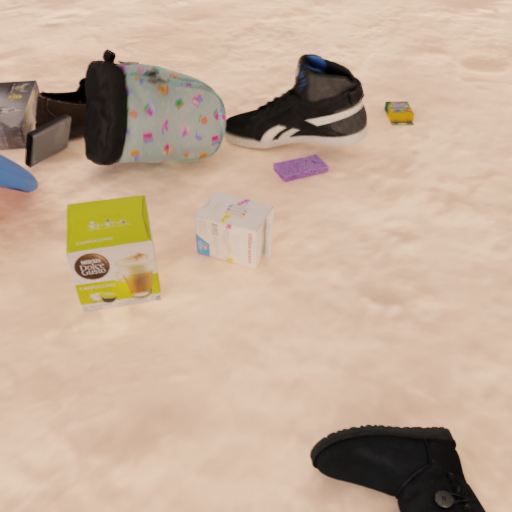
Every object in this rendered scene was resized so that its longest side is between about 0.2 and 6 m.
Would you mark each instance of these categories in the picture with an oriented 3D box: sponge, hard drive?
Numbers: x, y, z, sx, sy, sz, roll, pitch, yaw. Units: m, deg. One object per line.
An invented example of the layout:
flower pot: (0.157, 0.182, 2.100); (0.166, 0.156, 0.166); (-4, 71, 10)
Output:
sponge: (0.986, -1.953, 12.419); (1.091, 0.163, 0.609); (-15, 43, -17)
hard drive: (-4.654, -2.577, 12.514); (0.203, 0.860, 1.232); (31, 41, 7)

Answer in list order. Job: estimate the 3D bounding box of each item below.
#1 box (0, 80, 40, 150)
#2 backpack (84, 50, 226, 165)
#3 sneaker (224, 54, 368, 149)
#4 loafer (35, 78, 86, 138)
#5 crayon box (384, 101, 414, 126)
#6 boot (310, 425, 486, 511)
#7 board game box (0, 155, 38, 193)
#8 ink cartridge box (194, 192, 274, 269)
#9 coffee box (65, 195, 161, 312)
box: (-6.580, -3.476, 13.823); (2.052, 0.626, 2.592); (-5, 41, -6)
backpack: (-2.125, -2.957, 12.099); (2.853, 2.381, 1.806); (-6, 32, -33)
sneaker: (0.748, -3.544, 12.594); (3.449, 1.930, 1.260); (3, 43, 20)
loafer: (-3.785, -3.772, 13.706); (3.314, 1.182, 1.210); (-24, 45, -27)
crayon box: (3.673, -3.659, 14.342); (0.581, 0.238, 0.923); (-1, 41, -1)
boot: (1.703, 2.808, 6.445); (1.923, 0.734, 1.616); (0, 36, -9)
board game box: (-6.793, -1.714, 9.985); (4.307, 1.062, 5.452); (29, 11, 30)
ink cartridge box: (-0.303, -0.455, 10.136); (1.371, 0.881, 0.859); (16, 42, 16)
coffee box: (-2.367, -0.064, 9.340); (1.327, 1.314, 1.329); (-9, 42, -10)
